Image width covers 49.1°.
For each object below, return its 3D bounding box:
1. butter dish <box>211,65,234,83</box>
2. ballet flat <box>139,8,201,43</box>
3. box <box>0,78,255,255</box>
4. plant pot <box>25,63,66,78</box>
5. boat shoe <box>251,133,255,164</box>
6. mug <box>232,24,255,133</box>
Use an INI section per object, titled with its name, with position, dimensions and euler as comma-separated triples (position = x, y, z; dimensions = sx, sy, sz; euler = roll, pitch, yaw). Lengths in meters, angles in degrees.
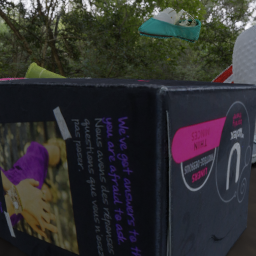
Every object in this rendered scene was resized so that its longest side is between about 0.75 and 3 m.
[butter dish]
position = 4.910, -1.510, 12.094
dimensions = 2.792, 2.064, 2.785
euler = -41, 13, 16
[ballet flat]
position = 1.549, -3.657, 9.844
dimensions = 2.934, 1.033, 0.988
euler = -10, 35, -41
[box]
position = -0.392, 0.237, 2.841
dimensions = 2.771, 1.469, 1.694
euler = 8, 12, 37
[plant pot]
position = -3.717, -1.773, 13.887
dimensions = 2.297, 2.419, 2.419
euler = 12, 8, -6
[boat shoe]
position = 1.379, 0.203, 5.102
dimensions = 2.523, 0.809, 0.930
euler = 1, 9, 4
[mug]
position = 3.856, -1.264, 7.099
dimensions = 2.135, 2.535, 2.892
euler = -19, -6, 31
